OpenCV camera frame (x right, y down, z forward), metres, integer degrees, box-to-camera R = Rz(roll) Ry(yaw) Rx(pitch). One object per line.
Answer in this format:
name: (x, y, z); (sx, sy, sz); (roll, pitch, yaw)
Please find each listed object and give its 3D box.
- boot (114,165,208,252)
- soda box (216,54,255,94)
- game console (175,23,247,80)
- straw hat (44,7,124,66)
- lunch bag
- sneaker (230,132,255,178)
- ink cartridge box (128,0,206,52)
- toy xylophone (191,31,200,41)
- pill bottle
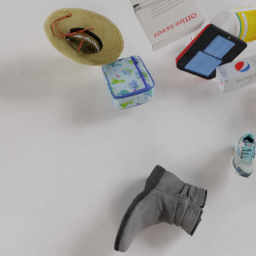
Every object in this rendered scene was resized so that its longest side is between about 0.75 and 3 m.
boot: (0.832, 2.042, 6.398); (1.547, 0.820, 2.350); (28, 63, 15)
soda box: (3.720, -1.743, 8.508); (1.944, 0.662, 0.619); (-17, 55, 4)
game console: (2.399, -2.128, 8.169); (1.761, 1.557, 0.273); (10, 53, -35)
straw hat: (-1.442, -2.624, 8.952); (2.472, 1.046, 2.472); (9, 59, -16)
lunch bag: (0.017, -1.425, 8.425); (1.373, 0.704, 1.708); (-15, 51, -5)
sneaker: (2.972, 0.631, 7.117); (0.546, 0.607, 1.406); (17, 42, 8)
ink cartridge box: (0.962, -3.607, 8.051); (1.648, 0.952, 2.258); (-25, 91, 8)
toy xylophone: (2.595, -3.056, 9.516); (0.896, 0.225, 0.656); (-6, 65, 8)
pill bottle: (3.563, -3.192, 8.744); (1.948, 1.099, 1.099); (-19, 60, -28)
